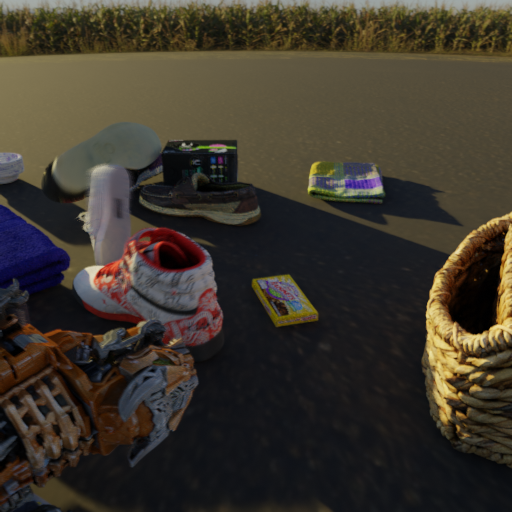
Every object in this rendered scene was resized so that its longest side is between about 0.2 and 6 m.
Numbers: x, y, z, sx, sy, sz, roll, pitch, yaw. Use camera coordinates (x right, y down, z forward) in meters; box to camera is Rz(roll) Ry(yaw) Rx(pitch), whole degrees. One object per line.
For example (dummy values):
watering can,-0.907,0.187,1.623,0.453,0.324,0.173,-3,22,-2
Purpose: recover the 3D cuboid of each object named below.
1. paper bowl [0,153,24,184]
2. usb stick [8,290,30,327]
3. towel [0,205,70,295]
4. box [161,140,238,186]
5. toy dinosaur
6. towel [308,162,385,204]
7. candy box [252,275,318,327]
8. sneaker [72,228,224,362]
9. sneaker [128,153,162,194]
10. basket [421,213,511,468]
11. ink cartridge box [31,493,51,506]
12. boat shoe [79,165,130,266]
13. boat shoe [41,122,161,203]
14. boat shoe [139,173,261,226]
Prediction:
paper bowl,-6.608,-2.235,14.434,1.175,0.611,1.175,0,25,0
usb stick,-3.083,0.881,7.336,0.235,0.848,0.138,-12,6,-34
towel,-4.741,0.078,9.556,2.200,0.738,2.979,-28,36,-33
box,-1.336,-2.175,13.749,1.765,1.097,1.311,-1,25,0
toy dinosaur,-3.253,1.310,4.655,5.186,2.649,3.520,3,29,-35
towel,2.259,-1.908,14.118,1.880,0.298,2.618,5,25,8
candy box,0.426,0.678,8.789,0.669,0.173,1.309,-5,26,-16
sneaker,-1.655,0.235,7.929,2.941,1.576,0.982,21,39,35
sneaker,-3.214,-2.326,13.973,0.927,1.071,2.447,8,31,19
basket,3.356,0.395,6.532,2.512,2.622,3.519,11,28,22
ink cartridge box,-2.186,2.402,4.858,0.943,0.404,0.696,16,32,28
boat shoe,-2.701,-0.639,9.735,0.801,1.880,0.694,8,10,35
boat shoe,-3.455,-2.165,12.710,0.998,1.165,3.185,-23,12,43
boat shoe,-1.249,-1.364,12.205,2.891,0.937,1.058,9,27,19
